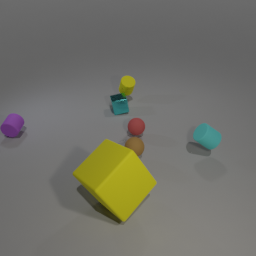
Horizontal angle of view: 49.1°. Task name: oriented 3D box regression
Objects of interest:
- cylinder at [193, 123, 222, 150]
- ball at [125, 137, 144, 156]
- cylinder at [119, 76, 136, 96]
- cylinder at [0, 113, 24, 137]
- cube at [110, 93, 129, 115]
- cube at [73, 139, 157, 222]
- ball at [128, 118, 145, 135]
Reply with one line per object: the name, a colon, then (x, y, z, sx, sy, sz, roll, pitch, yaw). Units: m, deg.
cylinder: (2.765, 0.293, 9.784, 0.700, 0.700, 0.700, 31, 25, -21)
ball: (0.228, 0.666, 9.811, 0.700, 0.700, 0.700, 0, 32, 0)
cylinder: (-0.050, -2.029, 13.442, 0.700, 0.700, 0.700, 5, 61, -10)
cylinder: (-4.615, -0.110, 11.200, 0.700, 0.700, 0.700, 3, 40, 5)
cube: (-0.390, -1.117, 12.909, 0.700, 0.700, 0.700, -14, 34, -4)
cube: (-0.368, 1.380, 7.690, 1.400, 1.400, 1.400, -46, 32, -17)
ball: (0.334, -0.060, 11.119, 0.700, 0.700, 0.700, 0, 32, 0)
